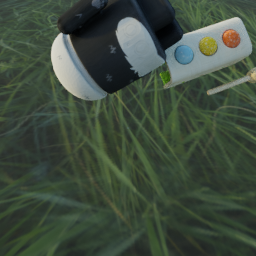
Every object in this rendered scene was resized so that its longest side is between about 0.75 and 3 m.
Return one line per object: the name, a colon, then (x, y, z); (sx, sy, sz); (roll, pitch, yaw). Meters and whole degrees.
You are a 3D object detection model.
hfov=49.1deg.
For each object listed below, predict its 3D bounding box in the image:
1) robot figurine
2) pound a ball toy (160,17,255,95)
robot figurine: (-0.256, -1.531, 5.205); (2.409, 1.810, 1.503); (-29, 19, 14)
pound a ball toy: (1.847, -1.436, 6.056); (2.273, 0.966, 1.482); (-20, 87, -10)
